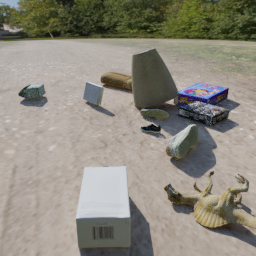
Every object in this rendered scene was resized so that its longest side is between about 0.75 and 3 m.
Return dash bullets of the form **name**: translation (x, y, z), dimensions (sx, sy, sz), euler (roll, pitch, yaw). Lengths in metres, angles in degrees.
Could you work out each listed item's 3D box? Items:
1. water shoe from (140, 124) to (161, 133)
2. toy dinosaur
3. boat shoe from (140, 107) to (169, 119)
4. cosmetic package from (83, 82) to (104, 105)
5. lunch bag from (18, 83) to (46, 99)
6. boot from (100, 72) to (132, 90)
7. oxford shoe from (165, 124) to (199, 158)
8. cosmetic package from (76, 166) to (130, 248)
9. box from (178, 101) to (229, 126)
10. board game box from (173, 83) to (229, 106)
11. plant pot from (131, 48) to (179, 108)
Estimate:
- **water shoe**: translation (0.906, -0.026, 11.220), dimensions (0.881, 0.348, 0.315), euler (8, 24, 19)
- **toy dinosaur**: translation (2.288, 1.831, 6.598), dimensions (2.908, 0.846, 1.470), euler (12, 40, 43)
- **boat shoe**: translation (1.247, -0.716, 12.670), dimensions (1.360, 0.508, 0.451), euler (3, 33, 30)
- **cosmetic package**: translation (-1.800, -1.799, 14.515), dimensions (0.326, 0.952, 1.262), euler (-3, 21, -43)
- **lunch bag**: translation (-5.325, -2.028, 15.489), dimensions (1.222, 0.745, 1.041), euler (-4, 21, 5)
- **boot**: translation (0.085, -3.192, 17.997), dimensions (2.549, 0.963, 2.911), euler (-21, 30, -40)
- **oxford shoe**: translation (1.922, 0.416, 9.725), dimensions (0.621, 0.809, 2.151), euler (-4, 18, 37)
- **cosmetic package**: translation (-0.535, 1.717, 6.502), dimensions (1.138, 0.818, 2.017), euler (0, 22, -1)
- **box**: translation (3.410, -0.709, 12.705), dimensions (1.419, 0.448, 1.800), euler (-20, 30, -39)
- **board game box**: translation (3.932, -1.732, 14.918), dimensions (1.840, 0.613, 2.736), euler (18, 29, 36)
- **plant pot**: translation (1.078, -2.566, 13.805), dimensions (2.314, 2.470, 2.314), euler (-17, 17, 5)
